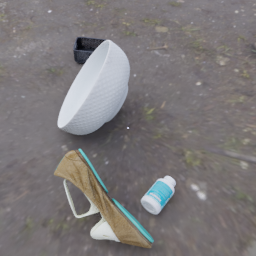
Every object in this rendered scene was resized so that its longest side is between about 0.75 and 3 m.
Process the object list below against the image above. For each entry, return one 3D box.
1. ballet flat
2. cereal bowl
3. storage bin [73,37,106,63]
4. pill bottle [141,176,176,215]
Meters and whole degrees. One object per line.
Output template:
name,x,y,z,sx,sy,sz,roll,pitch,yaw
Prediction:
ballet flat,-0.646,1.753,6.182,0.998,0.936,2.759,-39,89,-11
cereal bowl,-0.840,-1.019,8.144,1.185,2.846,2.846,28,44,-22
storage bin,-1.425,-3.006,10.925,1.286,0.603,0.870,6,54,1
pill bottle,0.793,1.622,6.926,0.528,0.528,0.953,31,55,25
